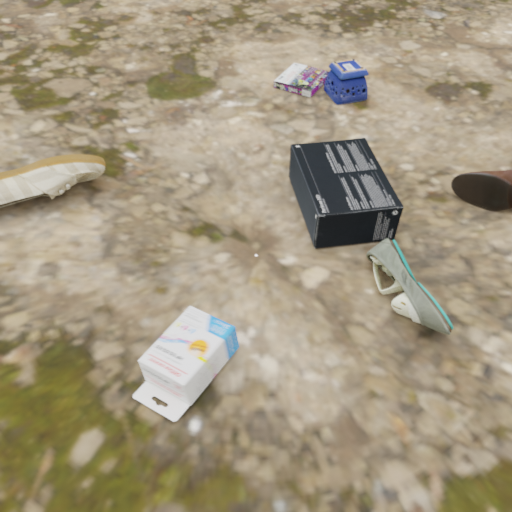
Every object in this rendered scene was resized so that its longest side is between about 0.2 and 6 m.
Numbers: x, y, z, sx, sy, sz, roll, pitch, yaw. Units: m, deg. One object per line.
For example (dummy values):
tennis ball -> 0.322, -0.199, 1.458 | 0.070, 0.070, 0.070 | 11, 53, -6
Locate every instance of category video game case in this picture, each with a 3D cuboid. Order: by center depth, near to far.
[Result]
video game case -> 1.085, -4.170, 13.247 | 0.982, 0.194, 1.083 | 21, 48, 20

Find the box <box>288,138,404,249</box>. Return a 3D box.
box -> 1.472, -1.142, 9.758 | 1.435, 0.802, 2.033 | -4, 45, -9

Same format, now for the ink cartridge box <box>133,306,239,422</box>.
ink cartridge box -> -0.958, 1.387, 7.381 | 0.799, 0.471, 1.388 | 20, 49, 28

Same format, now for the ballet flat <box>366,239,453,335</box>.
ballet flat -> 2.201, 0.532, 8.321 | 0.613, 0.648, 1.924 | -31, 45, 8

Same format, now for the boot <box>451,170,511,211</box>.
boot -> 4.805, -1.620, 10.405 | 1.976, 0.681, 2.120 | 13, 41, 21

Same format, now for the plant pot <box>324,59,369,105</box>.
plant pot -> 2.057, -3.969, 12.673 | 0.806, 0.725, 0.806 | -12, 46, -14

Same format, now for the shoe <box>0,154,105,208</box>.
shoe -> -4.020, -1.232, 9.990 | 2.716, 0.950, 0.725 | -14, 91, -17
